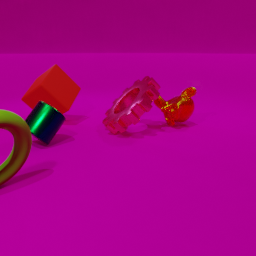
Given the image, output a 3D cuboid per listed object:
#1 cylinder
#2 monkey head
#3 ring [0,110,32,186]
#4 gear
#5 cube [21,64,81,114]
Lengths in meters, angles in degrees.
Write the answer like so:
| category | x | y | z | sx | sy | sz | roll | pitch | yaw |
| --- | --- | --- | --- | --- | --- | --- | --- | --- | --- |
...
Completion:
| category | x | y | z | sx | sy | sz | roll | pitch | yaw |
| --- | --- | --- | --- | --- | --- | --- | --- | --- | --- |
| cylinder | -2.074 | -0.125 | 6.885 | 0.796 | 0.796 | 0.796 | 30 | -14 | 8 |
| monkey head | 1.422 | -0.681 | 8.517 | 0.958 | 1.590 | 1.144 | -35 | 72 | -29 |
| ring | -2.233 | 0.396 | 4.500 | 0.300 | 1.499 | 1.499 | 32 | 31 | 30 |
| gear | 0.073 | -0.662 | 7.914 | 1.886 | 0.349 | 1.886 | -38 | 23 | 19 |
| cube | -2.376 | -1.068 | 8.756 | 1.115 | 1.115 | 1.115 | -24 | 34 | 36 |
